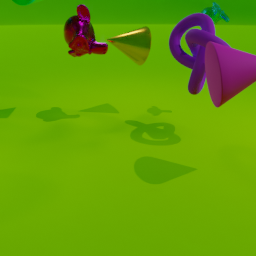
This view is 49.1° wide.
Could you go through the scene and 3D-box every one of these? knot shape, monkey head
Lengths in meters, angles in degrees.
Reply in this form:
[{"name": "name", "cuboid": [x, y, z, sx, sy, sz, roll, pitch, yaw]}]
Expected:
[{"name": "knot shape", "cuboid": [1.861, -1.898, 7.052, 0.957, 2.070, 1.937, -16, 9, -11]}, {"name": "monkey head", "cuboid": [2.589, -3.321, 8.475, 0.810, 0.679, 1.126, 34, 33, -15]}, {"name": "monkey head", "cuboid": [-1.255, -2.742, 8.391, 1.335, 1.118, 1.856, 3, -16, -13]}]

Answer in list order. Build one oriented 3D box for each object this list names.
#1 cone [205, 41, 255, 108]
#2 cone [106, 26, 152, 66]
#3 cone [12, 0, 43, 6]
[{"name": "cone", "cuboid": [2.159, -1.070, 5.121, 1.222, 1.217, 1.217, -9, 22, 6]}, {"name": "cone", "cuboid": [-0.096, -2.738, 9.026, 1.268, 1.263, 1.263, 3, 20, -23]}, {"name": "cone", "cuboid": [-2.661, -3.902, 8.066, 1.078, 1.078, 1.082, 7, 6, 15]}]
